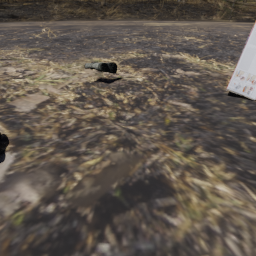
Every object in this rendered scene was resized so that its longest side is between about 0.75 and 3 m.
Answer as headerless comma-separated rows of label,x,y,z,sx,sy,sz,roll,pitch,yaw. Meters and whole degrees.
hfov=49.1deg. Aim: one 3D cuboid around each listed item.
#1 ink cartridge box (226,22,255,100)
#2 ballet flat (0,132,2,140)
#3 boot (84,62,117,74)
ink cartridge box,4.467,-2.500,9.530,1.042,2.486,2.182,25,31,18
ballet flat,-3.061,0.309,5.999,0.432,0.506,1.522,-46,26,8
boot,-1.053,-2.420,11.038,0.849,0.440,1.300,12,11,30
